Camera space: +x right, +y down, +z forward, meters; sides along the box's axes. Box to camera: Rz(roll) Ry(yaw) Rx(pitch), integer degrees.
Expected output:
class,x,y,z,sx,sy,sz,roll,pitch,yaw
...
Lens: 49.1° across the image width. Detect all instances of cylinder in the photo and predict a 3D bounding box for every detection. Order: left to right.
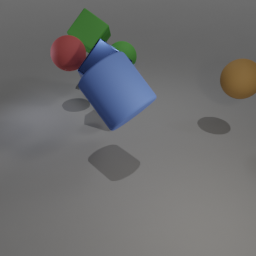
class,x,y,z,sx,sy,sz,roll,pitch,yaw
cylinder,-0.257,-0.881,6.867,1.400,1.400,1.400,-34,86,-43

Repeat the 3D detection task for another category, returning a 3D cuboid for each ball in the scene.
class,x,y,z,sx,sy,sz,roll,pitch,yaw
ball,-2.385,-2.989,11.237,1.400,1.400,1.400,0,31,0
ball,-0.291,-3.368,13.212,1.400,1.400,1.400,0,31,0
ball,3.967,-1.720,9.838,1.400,1.400,1.400,0,31,0

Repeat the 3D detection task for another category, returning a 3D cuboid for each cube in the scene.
class,x,y,z,sx,sy,sz,roll,pitch,yaw
cube,-1.804,-4.464,13.284,1.400,1.400,1.400,36,1,0
cube,-0.847,-2.147,10.328,1.400,1.400,1.400,34,-3,-4
